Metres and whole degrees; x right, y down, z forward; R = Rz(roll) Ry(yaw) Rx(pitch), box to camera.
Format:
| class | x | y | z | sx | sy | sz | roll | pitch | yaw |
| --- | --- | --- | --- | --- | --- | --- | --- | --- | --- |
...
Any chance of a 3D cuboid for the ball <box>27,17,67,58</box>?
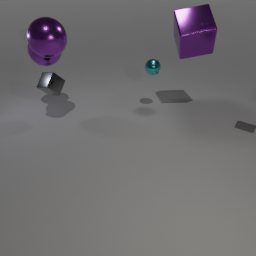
| class | x | y | z | sx | sy | sz | roll | pitch | yaw |
| --- | --- | --- | --- | --- | --- | --- | --- | --- | --- |
| ball | -2.902 | -3.251 | 10.082 | 1.400 | 1.400 | 1.400 | 0 | 28 | 0 |

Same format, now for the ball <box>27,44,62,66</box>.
| class | x | y | z | sx | sy | sz | roll | pitch | yaw |
| --- | --- | --- | --- | --- | --- | --- | --- | --- | --- |
| ball | -3.486 | -3.313 | 11.754 | 1.400 | 1.400 | 1.400 | 0 | 28 | 0 |

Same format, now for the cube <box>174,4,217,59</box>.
| class | x | y | z | sx | sy | sz | roll | pitch | yaw |
| --- | --- | --- | --- | --- | --- | --- | --- | --- | --- |
| cube | 2.667 | -3.867 | 11.334 | 1.400 | 1.400 | 1.400 | -9 | 64 | 5 |

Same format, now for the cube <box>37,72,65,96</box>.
| class | x | y | z | sx | sy | sz | roll | pitch | yaw |
| --- | --- | --- | --- | --- | --- | --- | --- | --- | --- |
| cube | -3.089 | -1.766 | 11.243 | 0.700 | 0.700 | 0.700 | 7 | -17 | 37 |

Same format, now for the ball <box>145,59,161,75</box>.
| class | x | y | z | sx | sy | sz | roll | pitch | yaw |
| --- | --- | --- | --- | --- | --- | --- | --- | --- | --- |
| ball | 1.077 | -2.637 | 12.147 | 0.700 | 0.700 | 0.700 | 0 | 28 | 0 |
